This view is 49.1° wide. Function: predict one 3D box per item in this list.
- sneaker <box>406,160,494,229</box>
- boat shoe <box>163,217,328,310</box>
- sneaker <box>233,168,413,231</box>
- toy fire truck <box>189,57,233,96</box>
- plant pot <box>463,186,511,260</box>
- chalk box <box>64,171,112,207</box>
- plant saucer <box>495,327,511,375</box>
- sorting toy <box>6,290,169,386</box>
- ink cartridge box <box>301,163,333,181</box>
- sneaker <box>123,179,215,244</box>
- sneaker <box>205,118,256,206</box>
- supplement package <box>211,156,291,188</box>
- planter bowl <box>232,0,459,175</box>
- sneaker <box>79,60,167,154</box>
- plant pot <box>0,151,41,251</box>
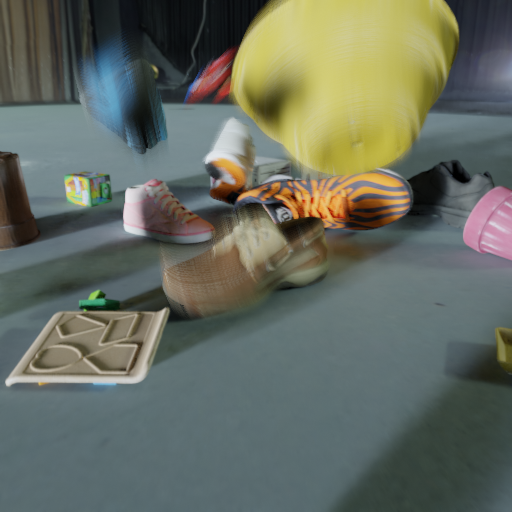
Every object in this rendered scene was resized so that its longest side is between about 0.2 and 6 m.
[{"bbox_3d":[3.647,-1.377,11.352,1.023,1.222,2.693,-19,26,-37],"label":"sneaker"},{"bbox_3d":[-0.048,-0.033,7.596,2.712,1.002,1.026,-14,28,-43],"label":"boat shoe"},{"bbox_3d":[1.032,-0.755,9.920,3.192,1.238,1.788,-2,20,31],"label":"sneaker"},{"bbox_3d":[-0.736,-2.912,9.352,0.727,0.485,0.865,-19,25,18],"label":"toy fire truck"},{"bbox_3d":[4.100,-0.412,8.975,1.134,1.134,1.015,-14,38,-35],"label":"plant pot"},{"bbox_3d":[-3.674,-1.492,12.522,1.036,0.646,0.642,11,22,32],"label":"chalk box"},{"bbox_3d":[2.972,1.073,5.916,0.840,0.203,0.840,7,20,19],"label":"plant saucer"},{"bbox_3d":[-1.724,0.878,6.332,1.455,0.290,1.969,-4,23,3],"label":"sorting toy"},{"bbox_3d":[1.578,-1.859,13.067,1.634,0.957,0.550,-11,21,-30],"label":"ink cartridge box"},{"bbox_3d":[-1.620,-0.835,10.143,1.938,1.013,0.730,12,21,27],"label":"sneaker"},{"bbox_3d":[-0.358,-1.786,11.191,0.963,1.170,2.544,18,-15,2],"label":"sneaker"},{"bbox_3d":[-0.137,-1.832,13.154,1.530,0.848,1.192,15,24,39],"label":"supplement package"},{"bbox_3d":[1.436,-2.252,8.577,3.529,1.470,3.529,-5,-22,-2],"label":"planter bowl"},{"bbox_3d":[-1.346,-1.650,6.400,0.785,0.878,2.144,-27,14,5],"label":"sneaker"},{"bbox_3d":[-4.689,-1.011,9.864,1.534,1.518,1.534,0,19,0],"label":"plant pot"}]
